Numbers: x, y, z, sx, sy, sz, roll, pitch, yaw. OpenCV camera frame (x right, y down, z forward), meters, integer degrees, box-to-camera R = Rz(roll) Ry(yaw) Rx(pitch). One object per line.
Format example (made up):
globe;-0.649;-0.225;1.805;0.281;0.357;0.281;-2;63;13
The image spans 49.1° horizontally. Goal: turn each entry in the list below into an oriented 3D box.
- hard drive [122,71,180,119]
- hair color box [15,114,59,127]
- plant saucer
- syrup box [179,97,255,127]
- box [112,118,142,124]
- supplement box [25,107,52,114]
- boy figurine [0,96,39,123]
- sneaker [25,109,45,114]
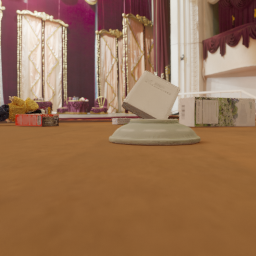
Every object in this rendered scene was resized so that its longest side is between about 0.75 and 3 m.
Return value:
hard drive;0.762;-0.934;8.471;1.322;0.267;2.004;28;42;2
hair color box;-3.580;-0.311;11.020;1.570;0.502;0.871;3;3;32
plant saucer;0.380;0.033;4.066;1.313;0.329;1.313;0;2;0
syrup box;3.410;-0.602;10.671;2.762;1.087;1.125;-1;2;-20
box;0.108;-0.342;14.111;1.604;0.330;1.250;0;1;-15
supplement box;-5.150;-0.721;16.114;1.452;0.950;0.749;0;1;-8
boy figurine;-5.074;-0.884;12.470;0.727;1.402;2.255;41;45;24
sneaker;-4.593;-0.435;13.124;1.086;0.710;1.942;-5;-3;-31
